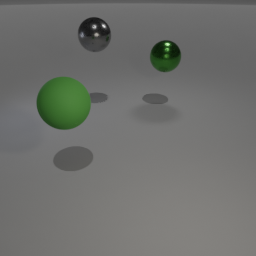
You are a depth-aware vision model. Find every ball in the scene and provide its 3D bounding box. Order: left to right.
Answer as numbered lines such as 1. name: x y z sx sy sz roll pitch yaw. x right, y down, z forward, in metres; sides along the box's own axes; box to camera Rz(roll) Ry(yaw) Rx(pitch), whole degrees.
1. ball: -1.688 -0.649 7.414 1.400 1.400 1.400 0 27 0
2. ball: -1.401 -3.901 11.742 1.400 1.400 1.400 0 27 0
3. ball: 1.676 -3.202 12.541 1.400 1.400 1.400 0 27 0
